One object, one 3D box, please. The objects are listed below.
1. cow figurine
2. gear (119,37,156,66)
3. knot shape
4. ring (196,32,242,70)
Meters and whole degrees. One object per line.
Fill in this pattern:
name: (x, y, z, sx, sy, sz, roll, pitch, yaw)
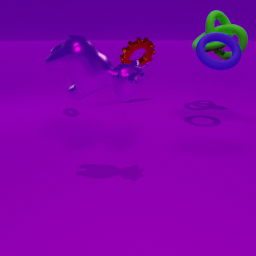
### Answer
cow figurine: (-0.389, -0.851, 3.961, 1.175, 1.194, 0.655, -20, 36, 22)
gear: (0.348, -2.636, 10.082, 1.331, 1.331, 0.246, -10, 55, -27)
knot shape: (2.763, -2.797, 8.796, 1.511, 1.615, 0.746, -25, -16, 2)
ring: (2.316, -1.975, 7.171, 1.161, 1.161, 0.232, -1, -25, -2)
